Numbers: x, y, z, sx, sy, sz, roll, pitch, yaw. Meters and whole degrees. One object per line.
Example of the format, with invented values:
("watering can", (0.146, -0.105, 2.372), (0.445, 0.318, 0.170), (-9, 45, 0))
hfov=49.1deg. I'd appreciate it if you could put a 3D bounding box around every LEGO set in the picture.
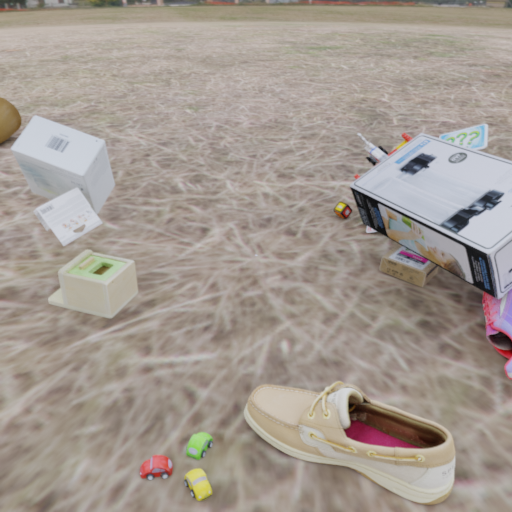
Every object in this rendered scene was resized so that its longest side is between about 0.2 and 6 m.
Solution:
("LEGO set", (2.978, -1.620, 11.324), (3.064, 0.752, 2.289), (-7, 55, 38))

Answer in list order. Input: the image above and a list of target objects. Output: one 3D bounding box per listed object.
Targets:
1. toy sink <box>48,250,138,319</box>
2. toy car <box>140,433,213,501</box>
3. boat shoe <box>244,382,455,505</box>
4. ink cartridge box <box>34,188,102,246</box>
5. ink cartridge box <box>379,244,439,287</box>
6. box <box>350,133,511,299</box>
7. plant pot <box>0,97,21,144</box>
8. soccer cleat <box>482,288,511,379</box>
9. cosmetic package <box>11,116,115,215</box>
("toy sink", (-2.703, 0.405, 9.136), (1.255, 0.703, 0.818), (11, 30, 19))
("toy car", (-0.760, 2.254, 6.286), (0.884, 0.197, 0.832), (13, 31, 21))
("boat shoe", (1.012, 1.856, 6.320), (2.476, 0.856, 0.913), (13, 31, 23))
("ink cartridge box", (-2.701, -0.552, 8.079), (0.733, 0.646, 0.164), (-39, 9, -39))
("ink cartridge box", (2.728, 0.160, 9.944), (0.842, 0.316, 0.694), (23, 35, 29))
("box", (3.241, -0.811, 9.071), (1.833, 0.945, 3.144), (-35, 37, -10))
("plant pot", (-7.777, -3.768, 16.398), (1.300, 1.300, 1.395), (2, 45, 4))
("soccer cleat", (3.690, 0.867, 8.202), (0.991, 0.864, 2.591), (-23, 21, 10))
("cosmetic package", (-2.950, -1.362, 8.707), (1.179, 1.183, 0.727), (20, 65, 5))
